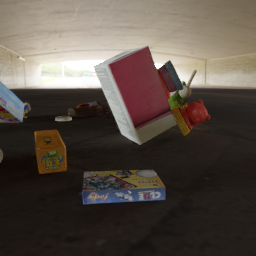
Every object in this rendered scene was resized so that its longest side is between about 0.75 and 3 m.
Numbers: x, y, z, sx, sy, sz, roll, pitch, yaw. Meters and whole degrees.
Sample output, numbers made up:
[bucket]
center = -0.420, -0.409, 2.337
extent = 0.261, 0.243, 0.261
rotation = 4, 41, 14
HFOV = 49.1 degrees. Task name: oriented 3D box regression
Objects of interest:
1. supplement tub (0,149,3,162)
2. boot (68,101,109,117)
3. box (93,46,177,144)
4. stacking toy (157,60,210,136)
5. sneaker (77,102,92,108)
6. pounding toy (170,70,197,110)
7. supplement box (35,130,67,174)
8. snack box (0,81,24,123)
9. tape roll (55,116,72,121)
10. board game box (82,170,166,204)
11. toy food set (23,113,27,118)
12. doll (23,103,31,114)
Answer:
[supplement tub]
center = -3.413, 0.622, 6.741
extent = 0.789, 0.484, 0.484
rotation = 8, 13, 38
[boot]
center = -2.414, -0.975, 15.078
extent = 2.165, 0.695, 2.018
rotation = -12, 14, -32
[box]
center = 0.196, -1.077, 9.033
extent = 1.452, 2.665, 1.704
rotation = -28, 19, -14
[stacking toy]
center = 1.885, -1.248, 10.214
extent = 1.103, 2.611, 2.363
rotation = -27, 8, 11
[sneaker]
center = -2.345, -1.261, 16.676
extent = 1.594, 0.601, 0.625
rotation = -5, 7, -33
[pounding toy]
center = 3.117, -1.667, 16.251
extent = 2.240, 1.347, 2.903
rotation = -52, 6, -37
[supplement box]
center = -1.944, 0.521, 6.906
extent = 0.640, 0.662, 1.923
rotation = -4, 10, -18
[snack box]
center = -6.120, -0.995, 11.241
extent = 2.974, 1.006, 2.508
rotation = 0, -18, 4
[tape roll]
center = -3.095, -0.452, 13.447
extent = 0.786, 0.144, 0.786
rotation = 0, 11, 0
[board game box]
center = -0.112, 1.044, 5.124
extent = 1.405, 0.243, 0.952
rotation = -1, 11, -7
[toy food set]
center = -5.761, -0.725, 14.033
extent = 1.401, 0.458, 0.824
rotation = 2, 11, 10
[doll]
center = -5.493, -0.772, 13.426
extent = 1.454, 0.517, 2.132
rotation = 3, 19, 10
